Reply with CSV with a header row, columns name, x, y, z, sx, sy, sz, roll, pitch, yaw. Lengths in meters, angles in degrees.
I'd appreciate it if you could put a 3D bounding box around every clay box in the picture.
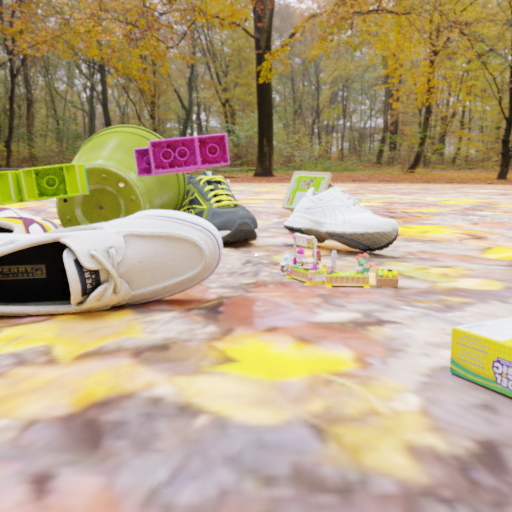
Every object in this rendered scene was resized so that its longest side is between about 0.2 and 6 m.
name,x,y,z,sx,sy,sz,roll,pitch,yaw
clay box,2.190,0.754,3.540,0.950,0.393,1.653,-5,10,-26

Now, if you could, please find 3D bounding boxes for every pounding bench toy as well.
name,x,y,z,sx,sy,sz,roll,pitch,yaw
pounding bench toy,1.303,-0.968,12.883,0.955,1.537,1.199,8,-21,36

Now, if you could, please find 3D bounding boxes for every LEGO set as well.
name,x,y,z,sx,sy,sz,roll,pitch,yaw
LEGO set,0.986,0.046,7.230,1.675,0.623,0.771,7,12,38
LEGO set,-2.602,-0.411,7.251,4.447,1.696,1.825,-8,7,-11

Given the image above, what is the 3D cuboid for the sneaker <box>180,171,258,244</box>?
name,x,y,z,sx,sy,sz,roll,pitch,yaw
sneaker,-0.959,-1.023,11.449,1.210,1.375,3.249,-5,12,-26

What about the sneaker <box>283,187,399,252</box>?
name,x,y,z,sx,sy,sz,roll,pitch,yaw
sneaker,1.504,-0.734,10.005,0.918,1.074,2.465,29,-9,-41

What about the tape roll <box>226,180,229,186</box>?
name,x,y,z,sx,sy,sz,roll,pitch,yaw
tape roll,-1.568,-1.648,16.241,1.613,1.107,1.613,0,9,0

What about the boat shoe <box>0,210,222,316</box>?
name,x,y,z,sx,sy,sz,roll,pitch,yaw
boat shoe,-1.733,0.116,5.738,2.846,1.024,0.935,-2,15,-9

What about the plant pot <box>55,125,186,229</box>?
name,x,y,z,sx,sy,sz,roll,pitch,yaw
plant pot,-2.589,-1.113,10.304,2.318,2.318,2.232,0,19,1

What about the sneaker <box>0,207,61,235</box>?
name,x,y,z,sx,sy,sz,roll,pitch,yaw
sneaker,-4.215,-0.376,9.142,2.267,0.850,1.021,5,4,35

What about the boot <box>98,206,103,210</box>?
name,x,y,z,sx,sy,sz,roll,pitch,yaw
boot,-3.682,-1.185,15.133,2.746,0.999,2.917,5,14,-19
